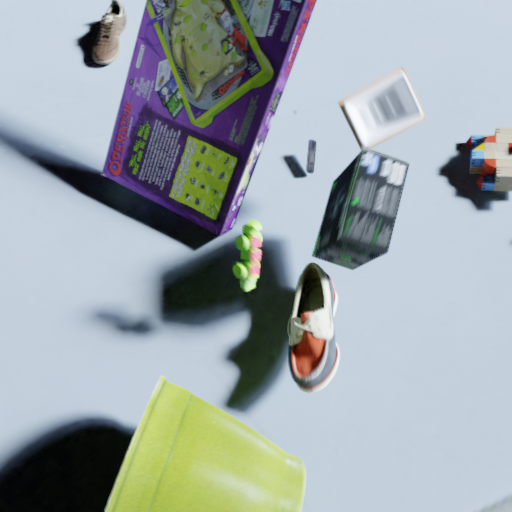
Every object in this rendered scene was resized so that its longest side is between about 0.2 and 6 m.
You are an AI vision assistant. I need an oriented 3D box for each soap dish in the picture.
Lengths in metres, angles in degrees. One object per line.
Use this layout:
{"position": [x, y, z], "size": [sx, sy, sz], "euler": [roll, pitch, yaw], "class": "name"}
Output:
{"position": [2.248, -2.616, 10.083], "size": [1.285, 0.522, 1.011], "euler": [-27, 101, 7], "class": "soap dish"}

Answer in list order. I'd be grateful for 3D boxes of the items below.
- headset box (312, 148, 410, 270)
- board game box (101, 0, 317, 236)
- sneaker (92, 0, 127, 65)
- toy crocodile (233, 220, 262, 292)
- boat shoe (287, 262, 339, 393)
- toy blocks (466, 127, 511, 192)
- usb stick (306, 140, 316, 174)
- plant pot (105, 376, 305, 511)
{"position": [1.741, -0.725, 9.688], "size": [0.853, 1.839, 1.601], "euler": [18, 78, -5], "class": "headset box"}
{"position": [-1.021, -3.284, 10.733], "size": [3.057, 5.094, 0.823], "euler": [26, 23, 10], "class": "board game box"}
{"position": [-3.835, -5.801, 14.400], "size": [0.694, 0.744, 1.971], "euler": [4, 59, 2], "class": "sneaker"}
{"position": [-0.091, 0.006, 9.108], "size": [0.388, 1.256, 0.424], "euler": [21, 28, 37], "class": "toy crocodile"}
{"position": [0.977, 1.195, 9.803], "size": [0.889, 0.782, 2.499], "euler": [-9, 40, 21], "class": "boat shoe"}
{"position": [5.270, -2.114, 12.215], "size": [1.309, 0.957, 1.915], "euler": [4, 57, 16], "class": "toy blocks"}
{"position": [1.215, -2.192, 12.344], "size": [0.210, 0.123, 0.756], "euler": [12, 78, -35], "class": "usb stick"}
{"position": [-0.683, 3.364, 8.125], "size": [2.465, 2.560, 2.560], "euler": [20, 60, -3], "class": "plant pot"}
